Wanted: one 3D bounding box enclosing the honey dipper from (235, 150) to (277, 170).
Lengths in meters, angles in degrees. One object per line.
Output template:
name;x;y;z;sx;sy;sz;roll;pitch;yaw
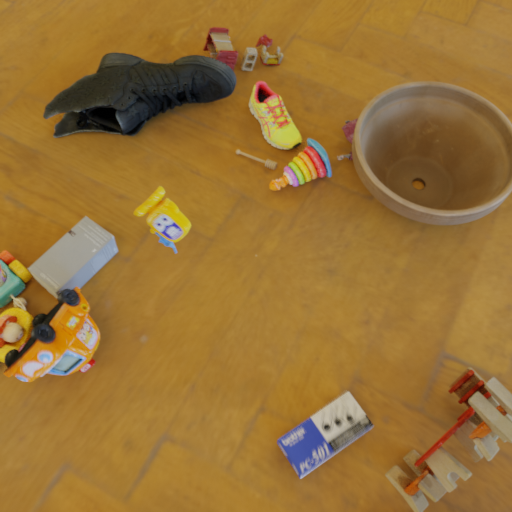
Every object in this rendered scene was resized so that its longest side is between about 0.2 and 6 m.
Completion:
honey dipper;-0.013;-2.248;12.943;1.044;0.198;0.198;24;65;14

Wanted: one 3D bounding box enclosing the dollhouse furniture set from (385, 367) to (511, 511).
dollhouse furniture set;3.342;2.820;9.272;2.259;2.284;1.176;-14;54;-46

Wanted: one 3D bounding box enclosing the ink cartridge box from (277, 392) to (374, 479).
ink cartridge box;1.225;3.177;9.963;1.580;0.349;0.743;-30;65;-15

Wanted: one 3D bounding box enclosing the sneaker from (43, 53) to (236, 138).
sneaker;-2.673;-3.614;13.126;4.148;1.246;2.163;9;61;10

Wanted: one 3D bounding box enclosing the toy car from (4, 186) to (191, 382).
toy car;-2.645;0.767;9.991;3.999;1.961;1.331;-43;108;11

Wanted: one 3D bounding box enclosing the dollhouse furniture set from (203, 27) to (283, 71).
dollhouse furniture set;-0.339;-5.195;14.332;1.785;0.726;0.961;-5;60;-22

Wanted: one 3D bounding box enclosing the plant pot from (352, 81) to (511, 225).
plant pot;3.677;-1.937;11.981;3.416;1.577;3.416;0;63;0

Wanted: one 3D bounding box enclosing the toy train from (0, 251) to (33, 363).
toy train;-5.506;1.236;10.688;2.425;0.898;3.229;-8;63;-5

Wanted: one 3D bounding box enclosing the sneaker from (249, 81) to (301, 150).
sneaker;0.410;-3.302;13.112;0.758;0.876;1.939;-29;67;-16

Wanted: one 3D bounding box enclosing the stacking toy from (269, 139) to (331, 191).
stacking toy;0.916;-1.856;12.505;1.431;0.785;0.830;-33;59;-5

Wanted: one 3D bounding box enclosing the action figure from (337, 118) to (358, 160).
action figure;2.422;-2.545;12.980;0.941;0.846;1.263;10;68;-46

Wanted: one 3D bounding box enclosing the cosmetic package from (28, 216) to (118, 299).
cosmetic package;-3.703;0.081;11.419;0.856;0.723;1.603;34;64;13
